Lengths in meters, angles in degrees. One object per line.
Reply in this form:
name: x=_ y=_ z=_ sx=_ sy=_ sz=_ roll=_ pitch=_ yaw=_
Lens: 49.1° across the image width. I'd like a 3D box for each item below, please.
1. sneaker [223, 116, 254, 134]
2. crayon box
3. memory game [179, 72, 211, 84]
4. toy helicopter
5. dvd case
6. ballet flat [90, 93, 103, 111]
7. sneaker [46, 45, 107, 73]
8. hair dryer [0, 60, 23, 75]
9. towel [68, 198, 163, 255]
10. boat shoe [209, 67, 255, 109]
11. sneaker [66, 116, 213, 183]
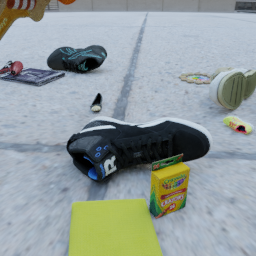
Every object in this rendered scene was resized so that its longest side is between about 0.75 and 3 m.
sneaker: x=2.648 y=-0.071 z=6.833 sx=0.345 sy=0.298 sz=0.764 roll=-26 pitch=37 yaw=-37
crayon box: x=0.623 y=0.881 z=4.229 sx=0.575 sy=0.905 sz=0.230 roll=-14 pitch=30 yaw=-25
memory game: x=2.699 y=-1.937 z=10.795 sx=1.484 sy=0.094 sz=1.484 roll=0 pitch=27 yaw=0
toy helicopter: x=-2.076 y=-2.164 z=4.731 sx=1.067 sy=2.704 sz=1.788 roll=36 pitch=3 yaw=12
dvd case: x=-3.713 y=-2.020 z=10.883 sx=2.029 sy=0.162 sz=1.509 roll=12 pitch=29 yaw=23
ballet flat: x=-0.922 y=-0.740 z=8.171 sx=0.340 sy=0.290 sz=1.022 roll=-1 pitch=27 yaw=-2
sneaker: x=-2.172 y=-2.786 z=11.521 sx=2.603 sy=0.981 sz=1.032 roll=-8 pitch=47 yaw=10
hair dryer: x=-4.656 y=-2.201 z=10.909 sx=1.609 sy=0.437 sz=1.226 roll=11 pitch=48 yaw=45
towel: x=-0.084 y=1.806 z=3.185 sx=1.208 sy=0.253 sz=2.806 roll=1 pitch=25 yaw=-10
boat shoe: x=3.010 y=-1.270 z=8.487 sx=1.018 sy=1.112 sz=2.976 roll=16 pitch=21 yaw=35
sneaker: x=0.101 y=0.504 z=5.111 sx=2.625 sy=0.959 sz=1.468 roll=3 pitch=29 yaw=25
